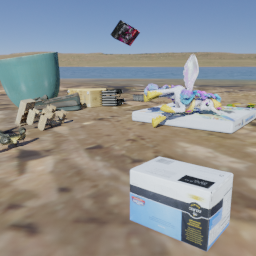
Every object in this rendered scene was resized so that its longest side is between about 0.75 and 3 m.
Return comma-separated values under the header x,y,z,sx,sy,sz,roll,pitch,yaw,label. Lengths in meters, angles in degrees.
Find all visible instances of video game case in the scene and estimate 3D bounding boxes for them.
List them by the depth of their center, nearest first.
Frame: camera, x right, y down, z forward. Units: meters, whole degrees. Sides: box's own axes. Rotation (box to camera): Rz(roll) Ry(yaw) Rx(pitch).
x,y,z,sx,sy,sz,roll,pitch,yaw,label
2.062,-0.407,8.440,2.934,0.323,2.675,9,15,35,video game case

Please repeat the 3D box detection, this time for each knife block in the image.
x,y,z,sx,sy,sz,roll,pitch,yaw,label
-1.261,-1.331,11.952,2.153,0.689,1.890,10,15,40,knife block

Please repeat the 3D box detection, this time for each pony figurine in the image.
x,y,z,sx,sy,sz,roll,pitch,yaw,label
1.460,-0.905,7.720,1.940,1.615,1.872,-9,49,-6,pony figurine

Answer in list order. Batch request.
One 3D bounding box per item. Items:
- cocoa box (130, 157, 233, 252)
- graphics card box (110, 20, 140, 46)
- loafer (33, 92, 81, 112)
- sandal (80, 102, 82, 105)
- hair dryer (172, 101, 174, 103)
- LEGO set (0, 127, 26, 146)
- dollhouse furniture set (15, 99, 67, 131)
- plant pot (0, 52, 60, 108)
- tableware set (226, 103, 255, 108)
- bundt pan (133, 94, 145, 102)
x,y,z,sx,sy,sz,roll,pitch,yaw,label
0.508,0.689,2.757,0.857,0.562,0.572,9,15,38,cocoa box
-0.082,-3.263,9.673,0.980,0.615,0.249,8,40,-52,graphics card box
-2.807,-0.961,10.218,2.144,0.674,0.770,-3,12,-16,loafer
-2.569,-1.100,11.344,0.719,0.480,1.759,-11,16,-42,sandal
2.077,-0.792,10.683,1.063,0.289,0.809,1,29,26,hair dryer
-3.279,0.132,5.767,2.372,0.672,1.540,25,26,34,LEGO set
-2.403,-0.246,7.552,1.070,0.696,0.983,25,18,11,dollhouse furniture set
-3.794,-1.871,11.068,2.407,1.931,2.407,-7,18,2,plant pot
4.537,-0.879,11.140,1.151,0.177,0.776,-7,11,-23,tableware set
0.608,-1.428,13.329,0.802,0.301,0.802,1,12,0,bundt pan
